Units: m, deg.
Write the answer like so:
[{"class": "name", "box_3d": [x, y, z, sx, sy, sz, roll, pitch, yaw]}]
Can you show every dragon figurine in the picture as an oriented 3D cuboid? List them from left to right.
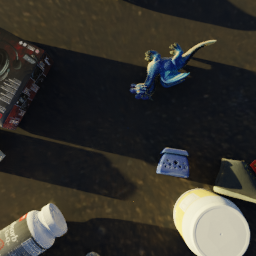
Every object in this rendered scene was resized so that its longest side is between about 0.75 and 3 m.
[{"class": "dragon figurine", "box_3d": [1.360, -1.744, 8.612, 2.842, 0.836, 1.413, -14, 85, -1]}]

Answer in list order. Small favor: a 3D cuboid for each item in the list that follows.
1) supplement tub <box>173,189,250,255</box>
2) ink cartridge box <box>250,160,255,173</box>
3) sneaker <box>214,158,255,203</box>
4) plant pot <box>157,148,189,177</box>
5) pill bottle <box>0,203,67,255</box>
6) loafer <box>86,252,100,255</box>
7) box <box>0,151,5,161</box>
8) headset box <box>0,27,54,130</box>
[{"class": "supplement tub", "box_3d": [2.160, 2.551, 7.555, 1.598, 2.198, 1.598, 0, 85, 0]}, {"class": "ink cartridge box", "box_3d": [4.649, 1.155, 8.634, 1.324, 0.378, 1.076, -36, 86, -7]}, {"class": "sneaker", "box_3d": [3.714, 1.600, 8.323, 2.086, 0.780, 1.108, 13, 90, 2]}, {"class": "plant pot", "box_3d": [1.359, 1.037, 8.388, 0.863, 0.863, 0.776, 9, 79, 1]}, {"class": "pill bottle", "box_3d": [-2.854, 3.118, 8.032, 2.016, 1.168, 1.168, -33, 86, -4]}, {"class": "loafer", "box_3d": [-1.498, 4.661, 8.101, 0.762, 0.761, 2.179, 29, 86, 2]}, {"class": "box", "box_3d": [-4.620, 0.544, 8.563, 1.587, 0.543, 0.652, 41, 86, 3]}, {"class": "headset box", "box_3d": [-3.929, -1.423, 8.458, 2.102, 1.091, 2.825, 28, 84, 2]}]
